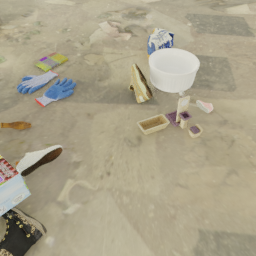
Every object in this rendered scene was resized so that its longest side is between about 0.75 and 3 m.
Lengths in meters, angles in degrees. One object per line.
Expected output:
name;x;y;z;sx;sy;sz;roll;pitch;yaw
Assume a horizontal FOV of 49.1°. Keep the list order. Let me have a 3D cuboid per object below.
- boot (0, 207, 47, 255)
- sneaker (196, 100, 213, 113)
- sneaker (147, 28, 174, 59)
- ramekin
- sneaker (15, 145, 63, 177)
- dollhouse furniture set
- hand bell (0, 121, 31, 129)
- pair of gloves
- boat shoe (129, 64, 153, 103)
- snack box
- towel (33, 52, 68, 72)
boot;-3.292;2.940;7.714;1.734;0.634;1.305;22;50;16
sneaker;3.290;-0.963;11.911;0.401;0.289;0.767;-30;57;-23
sneaker;1.797;-4.593;15.062;1.255;1.072;2.849;11;46;12
ramekin;2.074;-2.662;13.033;2.291;1.117;2.291;1;45;-1
sneaker;-3.112;0.951;9.720;1.667;0.607;0.706;-30;54;-25
dollhouse furniture set;1.550;-0.394;10.467;2.095;1.487;1.660;-18;47;-18
hand bell;-4.774;-0.105;10.775;1.994;1.038;1.038;-1;43;-17
pair of gloves;-3.792;-1.948;12.919;2.618;0.298;2.105;31;52;27
boat shoe;0.374;-2.025;12.643;0.847;0.797;2.225;-31;46;17
snack box;-4.694;1.756;8.217;2.455;0.985;2.912;-35;39;-30
towel;-3.979;-3.458;14.546;1.118;0.177;1.557;30;52;26
